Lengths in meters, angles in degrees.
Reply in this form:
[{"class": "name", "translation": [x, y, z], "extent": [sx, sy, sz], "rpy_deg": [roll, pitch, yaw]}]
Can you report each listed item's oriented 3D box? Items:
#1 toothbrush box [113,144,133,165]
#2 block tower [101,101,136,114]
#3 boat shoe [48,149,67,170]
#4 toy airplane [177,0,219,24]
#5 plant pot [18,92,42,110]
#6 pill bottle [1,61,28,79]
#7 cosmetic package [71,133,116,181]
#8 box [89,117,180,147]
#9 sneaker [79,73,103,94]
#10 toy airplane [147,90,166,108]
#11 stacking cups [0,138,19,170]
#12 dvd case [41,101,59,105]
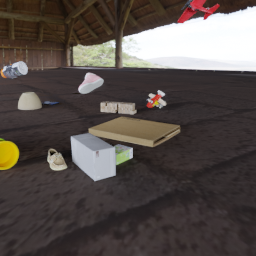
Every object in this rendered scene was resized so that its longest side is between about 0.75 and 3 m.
[{"class": "toothbrush box", "translation": [-0.313, 0.792, 8.455], "extent": [0.571, 0.337, 0.784], "rpy_deg": [12, 18, 37]}, {"class": "block tower", "translation": [-0.504, -1.087, 14.886], "extent": [1.881, 0.544, 0.508], "rpy_deg": [7, 17, 20]}, {"class": "boat shoe", "translation": [-2.057, 0.896, 8.019], "extent": [0.405, 0.365, 1.124], "rpy_deg": [-8, 18, -28]}, {"class": "toy airplane", "translation": [1.518, -2.507, 5.900], "extent": [0.991, 0.182, 0.991], "rpy_deg": [-22, -18, -7]}, {"class": "plant pot", "translation": [-5.645, -1.591, 16.059], "extent": [1.299, 0.872, 1.299], "rpy_deg": [1, 15, 0]}, {"class": "pill bottle", "translation": [-4.741, -2.368, 11.593], "extent": [1.063, 0.565, 0.565], "rpy_deg": [-9, 11, 23]}, {"class": "cosmetic package", "translation": [-0.984, 0.742, 7.709], "extent": [0.711, 0.842, 1.576], "rpy_deg": [-11, 20, -33]}, {"class": "box", "translation": [0.278, 0.084, 11.053], "extent": [2.884, 0.307, 2.357], "rpy_deg": [10, 19, 32]}, {"class": "sneaker", "translation": [-1.850, -2.064, 12.751], "extent": [0.738, 0.532, 1.412], "rpy_deg": [39, 48, 20]}, {"class": "toy airplane", "translation": [1.693, -1.622, 16.288], "extent": [1.141, 0.809, 1.146], "rpy_deg": [-7, 46, 20]}, {"class": "stacking cups", "translation": [-4.310, 0.617, 8.604], "extent": [2.697, 0.816, 0.816], "rpy_deg": [8, 17, 44]}, {"class": "dvd case", "translation": [-4.829, -1.522, 17.279], "extent": [0.962, 0.084, 0.686], "rpy_deg": [8, 18, 26]}]
